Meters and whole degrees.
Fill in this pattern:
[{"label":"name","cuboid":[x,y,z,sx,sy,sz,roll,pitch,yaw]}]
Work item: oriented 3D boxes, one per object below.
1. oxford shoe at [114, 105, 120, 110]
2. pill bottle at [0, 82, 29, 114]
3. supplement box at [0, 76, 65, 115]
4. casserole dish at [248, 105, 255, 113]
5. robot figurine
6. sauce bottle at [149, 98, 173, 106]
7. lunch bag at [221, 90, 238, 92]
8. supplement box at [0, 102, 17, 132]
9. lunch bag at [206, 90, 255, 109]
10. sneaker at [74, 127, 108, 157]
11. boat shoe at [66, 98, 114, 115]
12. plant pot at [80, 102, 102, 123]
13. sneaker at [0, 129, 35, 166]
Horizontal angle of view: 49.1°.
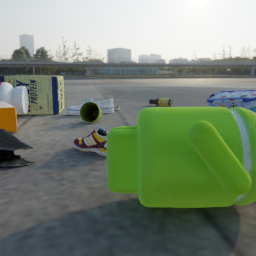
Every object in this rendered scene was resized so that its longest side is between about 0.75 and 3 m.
[{"label":"oxford shoe","cuboid":[-0.669,-1.145,15.556,0.330,0.253,0.876,-9,11,-25]},{"label":"pill bottle","cuboid":[-5.964,-1.203,12.277,2.859,1.605,1.605,-1,11,-7]},{"label":"supplement box","cuboid":[-4.835,-1.780,14.547,2.761,1.854,2.758,-1,11,-5]},{"label":"casserole dish","cuboid":[3.734,-0.108,8.042,0.681,1.124,0.218,4,1,16]},{"label":"robot figurine","cuboid":[0.979,0.422,4.191,2.556,1.479,2.243,-1,3,1]},{"label":"sauce bottle","cuboid":[2.025,-1.606,17.328,1.485,0.480,0.480,7,13,29]},{"label":"lunch bag","cuboid":[6.919,-1.998,18.344,1.252,0.896,1.469,6,1,44]},{"label":"supplement box","cuboid":[-4.963,-0.391,9.963,1.506,0.878,2.389,-7,13,-31]},{"label":"lunch bag","cuboid":[4.825,-1.192,12.588,2.388,0.902,1.914,7,26,45]},{"label":"sneaker","cuboid":[-0.826,0.276,7.133,1.448,0.652,0.543,8,14,36]},{"label":"boat shoe","cuboid":[-1.884,-1.111,13.859,2.446,0.817,0.899,-6,12,-27]},{"label":"plant pot","cuboid":[-1.420,-0.589,11.554,0.851,0.851,0.909,3,-4,14]},{"label":"sneaker","cuboid":[-3.382,0.387,6.480,2.537,0.762,1.323,17,20,40]}]
